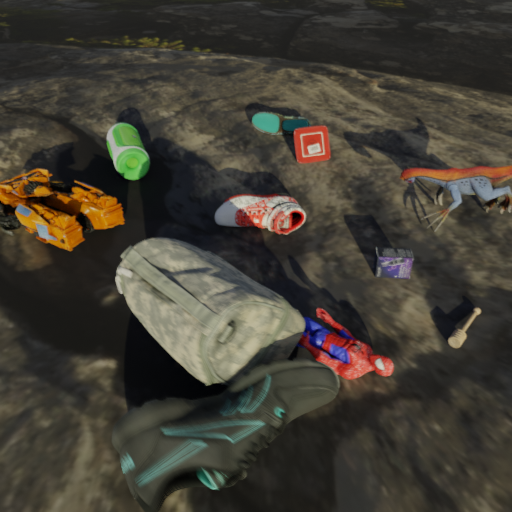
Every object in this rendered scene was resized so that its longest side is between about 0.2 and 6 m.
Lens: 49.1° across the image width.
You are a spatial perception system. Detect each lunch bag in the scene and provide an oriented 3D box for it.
[{"bbox_3d":[-0.740,0.749,7.881,2.249,1.886,1.567,32,83,37],"label":"lunch bag"}]

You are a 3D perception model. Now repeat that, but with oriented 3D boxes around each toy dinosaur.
[{"bbox_3d":[4.325,-1.663,11.970,2.210,2.435,1.279,29,15,-13],"label":"toy dinosaur"}]

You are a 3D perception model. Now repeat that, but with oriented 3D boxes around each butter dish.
[{"bbox_3d":[1.417,-2.910,14.698,0.900,0.898,0.665,-9,10,-6],"label":"butter dish"}]

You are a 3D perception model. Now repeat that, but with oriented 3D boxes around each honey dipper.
[{"bbox_3d":[3.435,1.133,9.167,0.210,0.210,1.108,22,37,29],"label":"honey dipper"}]

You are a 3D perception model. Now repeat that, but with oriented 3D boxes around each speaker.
[{"bbox_3d":[-3.260,-2.681,14.175,0.892,0.892,2.018,-11,36,-16],"label":"speaker"}]

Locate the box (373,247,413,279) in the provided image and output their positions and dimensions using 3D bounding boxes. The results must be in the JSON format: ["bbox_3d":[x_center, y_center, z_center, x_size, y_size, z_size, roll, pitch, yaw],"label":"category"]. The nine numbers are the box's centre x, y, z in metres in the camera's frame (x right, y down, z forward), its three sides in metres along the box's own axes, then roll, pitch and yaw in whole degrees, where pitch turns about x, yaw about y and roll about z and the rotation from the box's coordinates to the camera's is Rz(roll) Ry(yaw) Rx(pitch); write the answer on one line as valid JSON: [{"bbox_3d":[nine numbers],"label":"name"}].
[{"bbox_3d":[2.527,0.131,10.372,0.655,0.485,0.342,1,35,3],"label":"box"}]

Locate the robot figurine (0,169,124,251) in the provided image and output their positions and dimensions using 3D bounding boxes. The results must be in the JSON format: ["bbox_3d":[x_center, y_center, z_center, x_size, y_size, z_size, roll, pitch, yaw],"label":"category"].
[{"bbox_3d":[-4.307,-1.084,11.827,2.925,0.851,2.121,23,38,29],"label":"robot figurine"}]

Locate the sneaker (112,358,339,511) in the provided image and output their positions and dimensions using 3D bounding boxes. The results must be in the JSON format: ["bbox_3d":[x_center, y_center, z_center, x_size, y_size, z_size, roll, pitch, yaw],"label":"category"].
[{"bbox_3d":[-0.237,2.221,6.994,2.946,1.111,1.168,-17,49,-11],"label":"sneaker"}]

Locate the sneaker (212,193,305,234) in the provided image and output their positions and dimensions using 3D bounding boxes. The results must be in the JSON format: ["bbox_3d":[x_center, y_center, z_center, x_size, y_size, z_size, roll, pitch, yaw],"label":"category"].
[{"bbox_3d":[0.093,-0.834,11.659,1.871,0.625,1.003,-10,33,-19],"label":"sneaker"}]

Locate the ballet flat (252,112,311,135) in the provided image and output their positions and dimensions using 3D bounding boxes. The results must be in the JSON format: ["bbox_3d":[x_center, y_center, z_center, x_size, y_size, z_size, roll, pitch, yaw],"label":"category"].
[{"bbox_3d":[0.753,-3.769,16.160,1.751,0.650,0.650,15,37,17],"label":"ballet flat"}]

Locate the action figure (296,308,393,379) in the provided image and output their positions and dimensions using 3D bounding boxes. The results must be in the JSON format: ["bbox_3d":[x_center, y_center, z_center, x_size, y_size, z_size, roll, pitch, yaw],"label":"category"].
[{"bbox_3d":[0.899,1.248,8.657,2.563,0.662,0.839,22,36,26],"label":"action figure"}]
